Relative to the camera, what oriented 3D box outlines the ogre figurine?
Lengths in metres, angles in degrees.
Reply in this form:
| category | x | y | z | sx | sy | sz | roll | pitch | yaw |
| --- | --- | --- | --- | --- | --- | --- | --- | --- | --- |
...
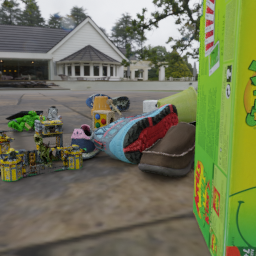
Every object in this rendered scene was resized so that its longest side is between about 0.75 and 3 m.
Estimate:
| category | x | y | z | sx | sy | sz | roll | pitch | yaw |
| --- | --- | --- | --- | --- | --- | --- | --- | --- | --- |
| ogre figurine | -3.524 | -0.202 | 10.031 | 1.394 | 0.684 | 0.836 | -15 | 19 | 28 |

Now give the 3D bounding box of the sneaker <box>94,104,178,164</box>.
| category | x | y | z | sx | sy | sz | roll | pitch | yaw |
| --- | --- | --- | --- | --- | --- | --- | --- | --- | --- |
| sneaker | 0.291 | -0.003 | 7.133 | 1.426 | 1.184 | 2.985 | 5 | 10 | 33 |

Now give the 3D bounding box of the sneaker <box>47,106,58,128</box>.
| category | x | y | z | sx | sy | sz | roll | pitch | yaw |
| --- | --- | --- | --- | --- | --- | --- | --- | --- | --- |
| sneaker | -2.758 | -0.422 | 10.344 | 0.515 | 0.793 | 1.373 | 2 | 1 | -28 |

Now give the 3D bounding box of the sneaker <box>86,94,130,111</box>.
| category | x | y | z | sx | sy | sz | roll | pitch | yaw |
| --- | --- | --- | --- | --- | --- | --- | --- | --- | --- |
| sneaker | -1.278 | -1.326 | 16.146 | 2.775 | 1.069 | 1.182 | 2 | -4 | -37 |

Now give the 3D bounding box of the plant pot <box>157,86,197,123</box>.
| category | x | y | z | sx | sy | sz | roll | pitch | yaw |
| --- | --- | --- | --- | --- | --- | --- | --- | --- | --- |
| plant pot | 1.962 | -0.739 | 11.174 | 1.457 | 1.584 | 1.584 | -12 | 10 | -2 |

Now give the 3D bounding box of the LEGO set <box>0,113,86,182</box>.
| category | x | y | z | sx | sy | sz | roll | pitch | yaw |
| --- | --- | --- | --- | --- | --- | --- | --- | --- | --- |
| LEGO set | -1.851 | 0.282 | 5.697 | 1.871 | 1.084 | 1.438 | -5 | 11 | -26 |

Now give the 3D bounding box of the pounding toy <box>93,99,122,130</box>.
| category | x | y | z | sx | sy | sz | roll | pitch | yaw |
| --- | --- | --- | --- | --- | --- | --- | --- | --- | --- |
| pounding toy | -0.764 | -0.459 | 9.996 | 0.979 | 1.114 | 0.510 | 6 | 11 | 30 |

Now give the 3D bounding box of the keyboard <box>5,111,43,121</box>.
| category | x | y | z | sx | sy | sz | roll | pitch | yaw |
| --- | --- | --- | --- | --- | --- | --- | --- | --- | --- |
| keyboard | -4.108 | -0.355 | 11.453 | 1.244 | 0.473 | 2.389 | -4 | -1 | -36 |

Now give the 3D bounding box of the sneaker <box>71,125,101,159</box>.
| category | x | y | z | sx | sy | sz | roll | pitch | yaw |
| --- | --- | --- | --- | --- | --- | --- | --- | --- | --- |
| sneaker | -0.948 | 0.248 | 6.969 | 0.620 | 0.725 | 1.768 | 1 | 8 | 5 |

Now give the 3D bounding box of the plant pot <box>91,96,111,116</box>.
| category | x | y | z | sx | sy | sz | roll | pitch | yaw |
| --- | --- | --- | --- | --- | --- | --- | --- | --- | --- |
| plant pot | -1.388 | -1.152 | 14.574 | 1.049 | 0.960 | 1.049 | 0 | 9 | 0 |

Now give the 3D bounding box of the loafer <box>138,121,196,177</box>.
| category | x | y | z | sx | sy | sz | roll | pitch | yaw |
| --- | --- | --- | --- | --- | --- | --- | --- | --- | --- |
| loafer | 0.984 | 0.327 | 5.918 | 0.944 | 0.917 | 2.584 | 5 | 11 | 27 |

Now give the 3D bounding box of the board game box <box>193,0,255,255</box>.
| category | x | y | z | sx | sy | sz | roll | pitch | yaw |
| --- | --- | --- | --- | --- | --- | --- | --- | --- | --- |
| board game box | 1.176 | -0.149 | 2.869 | 0.682 | 2.866 | 1.456 | 0 | 10 | 3 |

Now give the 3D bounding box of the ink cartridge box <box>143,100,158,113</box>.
| category | x | y | z | sx | sy | sz | roll | pitch | yaw |
| --- | --- | --- | --- | --- | --- | --- | --- | --- | --- |
| ink cartridge box | 1.726 | -1.207 | 15.761 | 1.595 | 0.670 | 1.155 | 2 | 10 | 13 |
